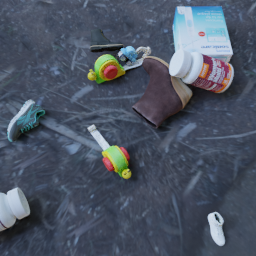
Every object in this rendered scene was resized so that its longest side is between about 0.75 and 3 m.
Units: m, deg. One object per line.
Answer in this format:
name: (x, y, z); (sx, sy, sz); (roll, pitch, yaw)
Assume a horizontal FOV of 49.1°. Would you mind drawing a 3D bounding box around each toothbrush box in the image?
toothbrush box: (3.036, -3.747, 11.815); (1.999, 1.164, 2.730); (0, 64, 0)

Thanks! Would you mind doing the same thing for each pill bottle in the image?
pill bottle: (2.750, -2.153, 10.559); (2.186, 1.198, 1.198); (13, 60, -20)
pill bottle: (-4.143, 2.657, 8.494); (2.021, 1.107, 1.107); (-24, 65, -12)

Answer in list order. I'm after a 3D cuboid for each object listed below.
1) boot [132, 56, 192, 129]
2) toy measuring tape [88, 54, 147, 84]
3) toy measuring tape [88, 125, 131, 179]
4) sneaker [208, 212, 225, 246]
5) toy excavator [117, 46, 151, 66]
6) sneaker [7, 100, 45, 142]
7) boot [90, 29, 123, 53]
boot: (0.936, -1.457, 10.730); (2.175, 0.946, 2.615); (-39, 72, -20)
toy measuring tape: (-0.378, -2.651, 11.323); (2.764, 1.017, 1.017); (-26, 65, -14)
toy measuring tape: (-0.671, 0.699, 9.664); (0.915, 0.915, 2.488); (-32, 67, -15)
sneaker: (2.756, 3.083, 8.581); (0.359, 0.563, 0.974); (-12, 65, -8)
toy excavator: (0.270, -3.113, 11.630); (1.120, 1.089, 0.559); (-42, 43, 21)
sneaker: (-3.703, -0.218, 10.275); (0.807, 0.686, 1.768); (22, 66, 7)
boot: (-0.900, -3.677, 11.537); (1.369, 0.530, 0.947); (-4, 85, -3)
